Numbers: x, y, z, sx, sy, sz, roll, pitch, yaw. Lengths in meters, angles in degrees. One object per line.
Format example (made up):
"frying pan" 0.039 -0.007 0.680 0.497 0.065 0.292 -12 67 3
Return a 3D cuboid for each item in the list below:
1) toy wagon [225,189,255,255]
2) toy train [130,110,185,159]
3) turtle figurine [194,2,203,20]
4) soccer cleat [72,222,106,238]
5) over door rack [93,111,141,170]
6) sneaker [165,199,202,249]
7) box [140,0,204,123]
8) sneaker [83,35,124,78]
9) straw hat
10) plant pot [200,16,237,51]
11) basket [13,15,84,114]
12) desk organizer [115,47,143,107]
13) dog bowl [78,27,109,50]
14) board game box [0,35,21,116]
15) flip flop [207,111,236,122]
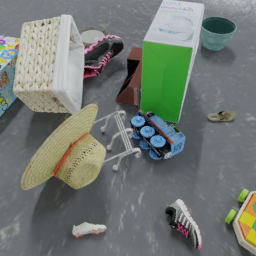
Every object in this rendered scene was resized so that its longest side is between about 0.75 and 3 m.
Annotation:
"toy wagon" 3.607 2.219 7.059 1.719 0.438 2.216 32 56 24
"toy train" 0.848 0.166 8.603 1.071 0.813 1.875 -25 50 -23
"turtle figurine" 3.073 -5.543 13.451 1.344 0.967 1.303 0 45 -5
"soccer cleat" -0.964 2.476 6.954 0.834 0.289 0.324 -9 47 -4
"over door rack" -0.917 0.514 8.376 2.267 0.755 1.675 -17 52 -5
"sneaker" 1.325 2.400 6.895 0.571 0.481 1.305 -16 47 -12
"box" 1.444 -2.156 9.174 1.433 2.964 2.616 12 51 11
"sneaker" -1.213 -2.593 10.940 2.792 1.103 1.332 -31 62 -14
"straw hat" -1.227 0.799 7.139 1.200 2.836 2.836 38 57 6
"plant pot" 3.787 -3.986 12.074 1.470 0.985 1.470 0 48 0
"basket" -2.527 -1.998 9.288 1.722 1.892 2.791 -2 71 5
"desk organizer" 0.303 -1.979 10.425 0.942 0.878 2.447 12 50 13
"dog bowl" -1.580 -3.890 12.348 1.517 0.445 1.517 0 50 0
"board game box" -4.582 -1.924 9.993 1.388 1.413 2.695 13 49 12
"flip flop" 3.176 -0.434 9.464 0.964 0.278 0.391 -3 49 -2
